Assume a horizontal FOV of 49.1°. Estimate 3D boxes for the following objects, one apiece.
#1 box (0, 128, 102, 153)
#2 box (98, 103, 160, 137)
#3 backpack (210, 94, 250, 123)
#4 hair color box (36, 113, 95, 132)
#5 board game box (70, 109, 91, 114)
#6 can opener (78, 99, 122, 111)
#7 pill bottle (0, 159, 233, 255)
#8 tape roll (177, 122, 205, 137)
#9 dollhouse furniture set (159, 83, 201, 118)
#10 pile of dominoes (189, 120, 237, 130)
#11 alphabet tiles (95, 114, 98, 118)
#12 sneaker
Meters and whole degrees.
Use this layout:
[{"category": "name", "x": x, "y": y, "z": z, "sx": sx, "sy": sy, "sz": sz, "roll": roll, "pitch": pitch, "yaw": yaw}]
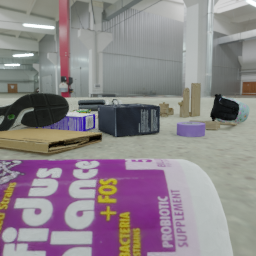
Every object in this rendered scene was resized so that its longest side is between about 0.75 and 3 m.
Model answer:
[{"category": "box", "x": -2.237, "y": 0.260, "z": 7.245, "sx": 2.498, "sy": 0.266, "sz": 2.042, "roll": 3, "pitch": 6, "yaw": 29}, {"category": "box", "x": -0.007, "y": -0.305, "z": 9.048, "sx": 1.547, "sy": 0.908, "sz": 1.521, "roll": -4, "pitch": 9, "yaw": -25}, {"category": "backpack", "x": 4.257, "y": -0.754, "z": 11.694, "sx": 0.932, "sy": 1.229, "sz": 1.473, "roll": 0, "pitch": 12, "yaw": -29}, {"category": "hair color box", "x": -2.151, "y": -0.218, "z": 9.693, "sx": 1.807, "sy": 0.586, "sz": 0.988, "roll": 5, "pitch": 9, "yaw": 18}, {"category": "board game box", "x": -2.689, "y": -0.894, "z": 15.758, "sx": 1.041, "sy": 0.233, "sz": 1.986, "roll": -1, "pitch": 8, "yaw": -2}, {"category": "can opener", "x": -1.760, "y": -1.386, "z": 18.293, "sx": 2.996, "sy": 0.789, "sz": 0.996, "roll": -1, "pitch": -27, "yaw": -18}, {"category": "pill bottle", "x": -0.518, "y": 0.678, "z": 1.459, "sx": 1.845, "sy": 1.036, "sz": 1.036, "roll": -1, "pitch": 8, "yaw": -3}, {"category": "tape roll", "x": 1.935, "y": 0.034, "z": 8.635, "sx": 0.860, "sy": 0.365, "sz": 0.860, "roll": -1, "pitch": 8, "yaw": 0}, {"category": "dollhouse furniture set", "x": 2.381, "y": -1.500, "z": 14.773, "sx": 2.108, "sy": 1.718, "sz": 2.005, "roll": 8, "pitch": 11, "yaw": 44}, {"category": "pile of dominoes", "x": 3.208, "y": -0.085, "z": 10.481, "sx": 1.471, "sy": 0.301, "sz": 1.888, "roll": 3, "pitch": 0, "yaw": 28}, {"category": "alphabet tiles", "x": -1.484, "y": -0.637, "z": 14.376, "sx": 1.653, "sy": 0.121, "sz": 1.617, "roll": -2, "pitch": 8, "yaw": -14}, {"category": "sneaker", "x": -3.365, "y": -0.502, "z": 8.946, "sx": 2.814, "sy": 1.062, "sz": 1.619, "roll": -15, "pitch": 12, "yaw": -18}]
